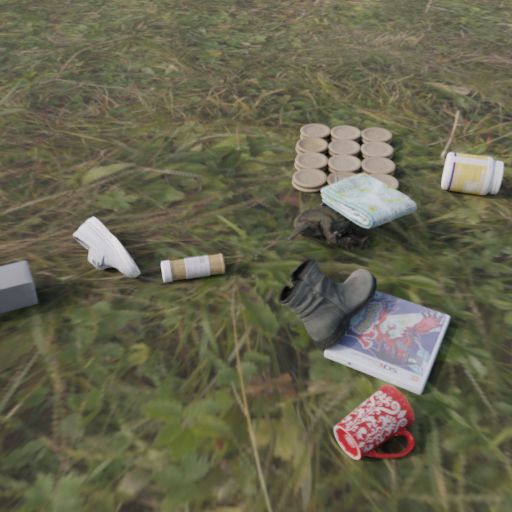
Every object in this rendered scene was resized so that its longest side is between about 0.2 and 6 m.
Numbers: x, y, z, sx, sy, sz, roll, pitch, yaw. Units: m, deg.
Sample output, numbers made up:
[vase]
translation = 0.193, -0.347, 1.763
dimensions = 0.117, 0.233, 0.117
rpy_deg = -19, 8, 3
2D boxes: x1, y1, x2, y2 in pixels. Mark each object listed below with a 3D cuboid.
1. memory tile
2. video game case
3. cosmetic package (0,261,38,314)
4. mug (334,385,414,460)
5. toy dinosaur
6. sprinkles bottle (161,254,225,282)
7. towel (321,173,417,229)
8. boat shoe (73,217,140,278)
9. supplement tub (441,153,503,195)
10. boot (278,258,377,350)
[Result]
[memory tile]
translation = 2.008, -2.221, 12.766
dimensions = 2.276, 0.249, 2.970
rpy_deg = 5, 40, 6
[video game case]
translation = 2.028, 1.219, 8.551
dimensions = 1.475, 0.186, 1.619
rpy_deg = 19, 43, 22
[cosmetic package]
translation = -4.178, 0.576, 8.929
dimensions = 1.205, 0.644, 0.543
rpy_deg = -14, 54, -16
[mug]
translation = 1.534, 2.174, 7.065
dimensions = 0.896, 0.598, 0.796
rpy_deg = -27, 43, -25
[toy dinosaur]
translation = 1.304, -0.568, 10.318
dimensions = 2.455, 0.945, 1.256
rpy_deg = -31, 38, -33
[sprinkles bottle]
translation = -1.085, 0.205, 9.661
dimensions = 1.071, 0.366, 0.366
rpy_deg = -8, 40, -10
[towel]
translation = 1.981, -1.010, 10.000
dimensions = 1.167, 0.328, 1.363
rpy_deg = -22, 43, -28
[boat shoe]
translation = -2.682, -0.069, 9.859
dimensions = 0.608, 0.639, 1.776
rpy_deg = -40, 56, -14
[supplement tub]
translation = 4.490, -1.700, 11.673
dimensions = 1.094, 0.795, 0.795
rpy_deg = 11, 40, 13
[boot]
translation = 1.128, 0.461, 8.535
dimensions = 0.601, 1.160, 1.776
rpy_deg = -20, 21, 48
